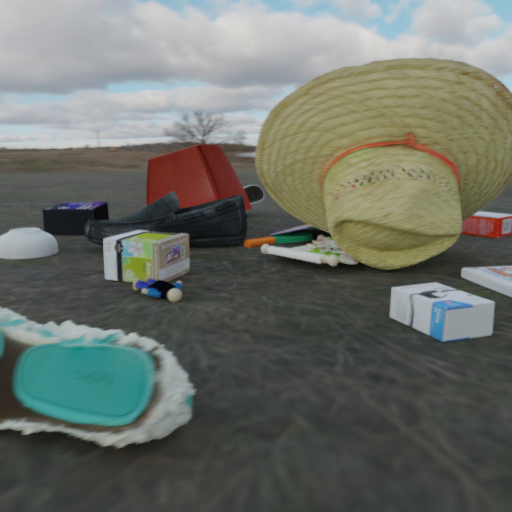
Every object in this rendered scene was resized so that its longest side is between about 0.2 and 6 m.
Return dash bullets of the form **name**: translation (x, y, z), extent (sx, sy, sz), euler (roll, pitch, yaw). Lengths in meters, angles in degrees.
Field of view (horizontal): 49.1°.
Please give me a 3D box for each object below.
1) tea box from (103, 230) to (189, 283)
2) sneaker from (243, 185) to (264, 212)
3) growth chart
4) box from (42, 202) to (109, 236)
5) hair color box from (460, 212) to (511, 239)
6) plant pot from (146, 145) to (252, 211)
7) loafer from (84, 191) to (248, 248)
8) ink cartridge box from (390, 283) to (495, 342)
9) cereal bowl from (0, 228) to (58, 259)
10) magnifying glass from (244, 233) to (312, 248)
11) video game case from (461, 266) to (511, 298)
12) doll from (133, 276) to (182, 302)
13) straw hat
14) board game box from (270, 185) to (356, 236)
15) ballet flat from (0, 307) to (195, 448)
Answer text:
- **tea box**: translation (-1.738, 0.004, 9.026), extent (1.010, 0.686, 1.027), euler (4, 12, 20)
- **sneaker**: translation (-0.948, -1.422, 16.764), extent (2.414, 0.879, 1.022), euler (-13, -15, -28)
- **growth chart**: translation (1.407, -0.113, 10.627), extent (1.934, 0.237, 2.672), euler (7, 10, 35)
- **box**: translation (-4.490, -0.953, 14.088), extent (1.221, 0.682, 1.729), euler (-3, 11, -3)
- **hair color box**: translation (5.331, -0.812, 13.720), extent (0.845, 0.510, 1.665), euler (-9, 15, -38)
- **plant pot**: translation (-1.527, -1.662, 13.584), extent (2.036, 1.796, 2.038), euler (-13, 7, 19)
- **loafer**: translation (-1.829, -0.757, 11.642), extent (3.372, 1.184, 1.145), euler (-3, 11, -16)
- **ink cartridge box**: translation (2.134, 0.630, 6.517), extent (0.709, 0.409, 0.977), euler (-4, 12, -22)
- **cereal bowl**: translation (-4.537, -0.275, 11.029), extent (1.181, 0.492, 1.181), euler (0, 12, 0)
- **magnifying glass**: translation (0.504, -0.348, 12.271), extent (1.727, 0.193, 0.687), euler (-7, 10, -35)
- **video game case**: translation (4.161, 0.392, 8.332), extent (1.487, 0.193, 1.633), euler (-2, 11, -12)
- **doll**: translation (-1.342, 0.458, 7.896), extent (0.653, 0.232, 0.957), euler (-10, 14, -38)
- **straw hat**: translation (2.243, -0.872, 9.367), extent (4.655, 4.655, 1.970), euler (1, 52, 4)
- **board game box**: translation (2.060, -1.243, 12.671), extent (3.030, 0.747, 3.835), euler (-16, 3, -41)
- **ballet flat**: translation (-1.676, 0.949, 4.320), extent (2.695, 0.967, 0.967), euler (8, 13, 22)
